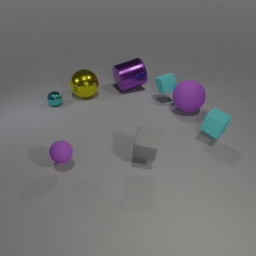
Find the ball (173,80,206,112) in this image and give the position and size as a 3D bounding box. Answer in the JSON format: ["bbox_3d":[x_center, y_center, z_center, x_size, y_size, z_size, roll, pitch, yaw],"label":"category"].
[{"bbox_3d":[2.647,-1.390,12.139,1.400,1.400,1.400,0,30,0],"label":"ball"}]

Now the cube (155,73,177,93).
[{"bbox_3d":[1.773,-2.096,13.058,0.700,0.700,0.700,-23,17,-13],"label":"cube"}]

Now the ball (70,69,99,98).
[{"bbox_3d":[-2.127,-2.165,13.691,1.400,1.400,1.400,0,30,0],"label":"ball"}]

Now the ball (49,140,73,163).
[{"bbox_3d":[-2.027,0.723,8.502,0.700,0.700,0.700,0,30,0],"label":"ball"}]

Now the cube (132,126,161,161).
[{"bbox_3d":[0.559,0.467,8.425,0.700,0.700,0.700,12,53,4],"label":"cube"}]

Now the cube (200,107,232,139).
[{"bbox_3d":[3.100,-0.184,9.886,0.700,0.700,0.700,36,43,23],"label":"cube"}]

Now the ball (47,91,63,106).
[{"bbox_3d":[-3.400,-1.361,13.005,0.700,0.700,0.700,0,30,0],"label":"ball"}]

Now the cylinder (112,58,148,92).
[{"bbox_3d":[0.090,-2.751,14.491,1.400,1.400,1.400,-21,34,-13],"label":"cylinder"}]
